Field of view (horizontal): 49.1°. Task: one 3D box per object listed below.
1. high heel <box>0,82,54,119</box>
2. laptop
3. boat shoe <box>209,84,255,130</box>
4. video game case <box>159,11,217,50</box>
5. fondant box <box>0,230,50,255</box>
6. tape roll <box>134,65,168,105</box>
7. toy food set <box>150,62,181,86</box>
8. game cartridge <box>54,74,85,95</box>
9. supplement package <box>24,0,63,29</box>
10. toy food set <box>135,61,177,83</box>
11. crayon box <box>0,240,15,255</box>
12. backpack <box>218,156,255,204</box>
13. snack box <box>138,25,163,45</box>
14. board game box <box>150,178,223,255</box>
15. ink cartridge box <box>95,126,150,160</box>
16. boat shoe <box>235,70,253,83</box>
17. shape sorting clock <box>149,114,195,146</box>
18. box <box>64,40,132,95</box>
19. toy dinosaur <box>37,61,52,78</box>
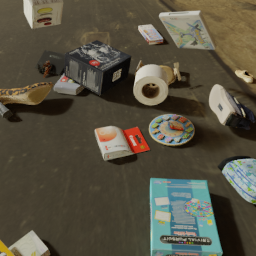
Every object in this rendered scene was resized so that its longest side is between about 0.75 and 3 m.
[{"bbox_3d":[-4.876,-1.701,12.545,2.696,0.963,1.922,-37,58,-24],"label":"high heel"},{"bbox_3d":[-3.810,-3.632,15.618,1.790,1.108,1.912,18,71,21],"label":"laptop"},{"bbox_3d":[4.330,-0.862,11.785,1.234,0.994,2.662,15,37,-10],"label":"boat shoe"},{"bbox_3d":[2.567,-4.117,11.947,1.928,2.115,0.233,17,76,41],"label":"video game case"},{"bbox_3d":[-2.660,3.268,7.127,0.772,0.312,1.071,31,50,32],"label":"fondant box"},{"bbox_3d":[1.032,-1.910,12.429,1.516,1.516,1.041,4,40,5],"label":"tape roll"},{"bbox_3d":[1.777,-2.584,13.806,1.586,0.318,1.095,-11,81,8],"label":"toy food set"},{"bbox_3d":[-2.663,-2.328,13.850,1.311,0.403,1.970,11,41,7],"label":"game cartridge"},{"bbox_3d":[-3.073,-4.363,10.141,1.142,1.092,0.840,-21,73,-25],"label":"supplement package"},{"bbox_3d":[1.509,-2.997,14.422,2.076,0.627,1.490,9,41,9],"label":"toy food set"},{"bbox_3d":[-3.703,3.882,6.055,1.787,0.733,2.842,28,48,29],"label":"crayon box"},{"bbox_3d":[3.788,1.576,8.645,1.296,1.221,1.589,3,50,-21],"label":"backpack"},{"bbox_3d":[1.477,-6.243,18.574,0.945,0.320,2.629,-8,40,-10],"label":"snack box"},{"bbox_3d":[1.500,2.486,7.881,1.734,0.539,2.297,2,40,2],"label":"board game box"},{"bbox_3d":[-0.233,0.433,10.462,1.747,0.438,1.417,-14,42,-12],"label":"ink cartridge box"},{"bbox_3d":[5.972,-2.746,14.299,0.429,0.403,1.164,-16,42,-18],"label":"boat shoe"},{"bbox_3d":[1.713,0.022,11.010,1.771,0.347,1.771,0,39,0],"label":"shape sorting clock"},{"bbox_3d":[-1.441,-2.993,13.530,2.214,1.266,2.431,29,42,19],"label":"box"},{"bbox_3d":[-4.344,-3.102,14.630,0.703,0.529,1.036,0,41,-1],"label":"toy dinosaur"}]
